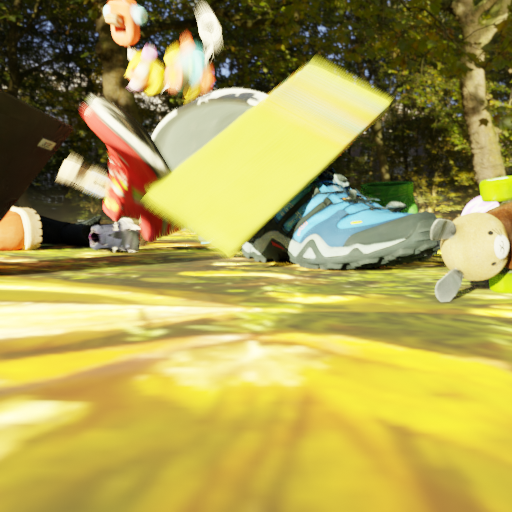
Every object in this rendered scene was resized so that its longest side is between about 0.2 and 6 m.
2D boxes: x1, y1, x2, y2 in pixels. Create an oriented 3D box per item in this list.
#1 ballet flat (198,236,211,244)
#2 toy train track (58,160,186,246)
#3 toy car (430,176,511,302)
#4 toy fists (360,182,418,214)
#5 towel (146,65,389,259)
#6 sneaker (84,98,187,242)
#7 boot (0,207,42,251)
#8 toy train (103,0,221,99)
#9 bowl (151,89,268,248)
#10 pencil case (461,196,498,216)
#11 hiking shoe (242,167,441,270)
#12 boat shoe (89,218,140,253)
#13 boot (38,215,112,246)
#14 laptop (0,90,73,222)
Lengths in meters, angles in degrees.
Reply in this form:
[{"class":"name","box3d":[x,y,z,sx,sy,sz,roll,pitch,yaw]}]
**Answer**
[{"class":"ballet flat","box3d":[-0.679,-0.688,15.130,2.356,0.861,0.861,3,5,41]},{"class":"toy train track","box3d":[-2.717,-1.268,11.911,2.893,1.660,0.471,24,-10,-22]},{"class":"toy car","box3d":[1.896,-0.081,4.506,1.208,0.993,0.953,-13,9,-25]},{"class":"toy fists","box3d":[2.009,-0.763,11.683,2.785,1.420,0.958,2,16,35]},{"class":"towel","box3d":[0.278,-1.484,7.809,1.542,0.323,3.583,33,60,22]},{"class":"sneaker","box3d":[-2.113,-1.235,9.699,1.397,1.267,3.291,-33,-35,-3]},{"class":"boot","box3d":[-6.102,-0.635,12.433,1.615,1.130,3.012,-10,10,-40]},{"class":"toy train","box3d":[-1.560,-3.191,8.560,2.045,1.536,0.569,19,33,22]},{"class":"bowl","box3d":[-0.264,-1.967,11.340,3.642,3.642,1.637,1,46,13]},{"class":"pencil case","box3d":[3.221,-0.319,6.603,1.085,1.105,2.586,-6,2,1]},{"class":"hiking shoe","box3d":[0.934,-0.625,7.818,1.326,1.545,3.564,-3,4,-38]},{"class":"boat shoe","box3d":[-2.988,-0.440,11.494,0.897,0.722,1.934,3,2,-23]},{"class":"boot","box3d":[-4.812,-0.647,14.015,1.816,0.825,2.161,-2,-5,37]},{"class":"laptop","box3d":[-4.712,-0.821,6.351,4.086,2.110,3.621,3,3,0]}]
